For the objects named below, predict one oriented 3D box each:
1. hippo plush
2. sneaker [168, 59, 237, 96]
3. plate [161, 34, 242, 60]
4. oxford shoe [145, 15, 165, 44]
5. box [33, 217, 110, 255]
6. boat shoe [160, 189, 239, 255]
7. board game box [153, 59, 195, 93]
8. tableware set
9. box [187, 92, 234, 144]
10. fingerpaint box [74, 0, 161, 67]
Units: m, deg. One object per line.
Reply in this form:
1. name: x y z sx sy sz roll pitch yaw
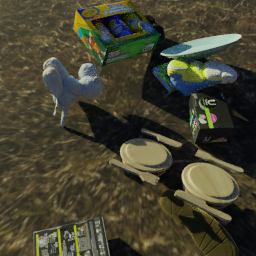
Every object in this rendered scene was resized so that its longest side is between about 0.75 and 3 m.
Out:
1. hippo plush: -1.419 -1.242 7.626 1.409 1.396 1.752 -13 61 0
2. sneaker: 2.039 -1.356 7.890 1.876 0.985 0.710 16 48 20
3. plate: 2.174 -2.401 8.473 2.374 0.303 2.374 -13 22 5
4. oxford shoe: 0.926 -3.374 9.885 0.492 0.572 1.355 -17 57 -9
5. box: -1.017 2.747 5.336 1.442 0.399 1.800 -12 51 -8
6. boat shoe: 1.520 2.005 5.915 1.903 0.625 0.680 39 101 27
7. board game box: 1.633 -1.746 8.852 1.373 0.251 1.039 -23 55 -15
8. tableware set: 1.081 1.049 6.377 2.764 0.554 1.827 23 34 19
9. box: 2.161 -0.266 7.515 0.899 0.753 1.211 -2 54 -2
10. fingerpaint box: -0.358 -3.161 9.139 2.179 0.799 1.818 -24 68 -29
